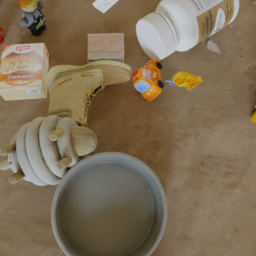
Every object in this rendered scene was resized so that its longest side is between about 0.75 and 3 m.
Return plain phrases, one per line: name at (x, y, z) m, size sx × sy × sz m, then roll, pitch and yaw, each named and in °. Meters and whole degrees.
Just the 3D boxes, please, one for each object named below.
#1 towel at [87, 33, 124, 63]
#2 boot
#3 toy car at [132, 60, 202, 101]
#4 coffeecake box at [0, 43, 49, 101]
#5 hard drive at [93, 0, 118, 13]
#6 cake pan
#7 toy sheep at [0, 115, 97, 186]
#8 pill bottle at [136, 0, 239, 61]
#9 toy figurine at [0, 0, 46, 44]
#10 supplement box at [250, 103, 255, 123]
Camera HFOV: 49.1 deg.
towel at (-0.714, -2.587, 9.015) m, size 1.196 × 0.193 × 1.143 m, roll -1°, pitch 65°, yaw -1°
boot at (-1.072, -0.889, 7.856) m, size 2.464 × 0.897 × 1.915 m, roll -4°, pitch 66°, yaw 0°
toy car at (0.848, -1.497, 7.388) m, size 0.825 × 2.480 × 1.217 m, roll 11°, pitch 81°, yaw -25°
coffeecake box at (-3.088, -1.697, 8.387) m, size 1.249 × 0.595 × 1.627 m, roll -4°, pitch 66°, yaw -2°
hard drive at (-0.418, -3.431, 7.288) m, size 0.960 × 0.633 × 0.128 m, roll -34°, pitch 85°, yaw 19°
cake pan at (-0.406, 1.885, 6.480) m, size 2.636 × 0.484 × 2.636 m, roll 3°, pitch 77°, yaw -12°
toy sheep at (-1.990, 0.563, 6.750) m, size 2.656 × 1.831 × 1.831 m, roll -12°, pitch 66°, yaw 10°
pill bottle at (1.768, -3.316, 8.529) m, size 2.905 × 1.661 × 1.661 m, roll -34°, pitch 70°, yaw -15°
toy figurine at (-3.879, -4.030, 8.888) m, size 2.266 × 1.601 × 2.302 m, roll -13°, pitch 66°, yaw -6°
supplement box at (4.642, -0.827, 7.676) m, size 1.747 × 1.176 × 1.771 m, roll 23°, pitch 68°, yaw 10°
